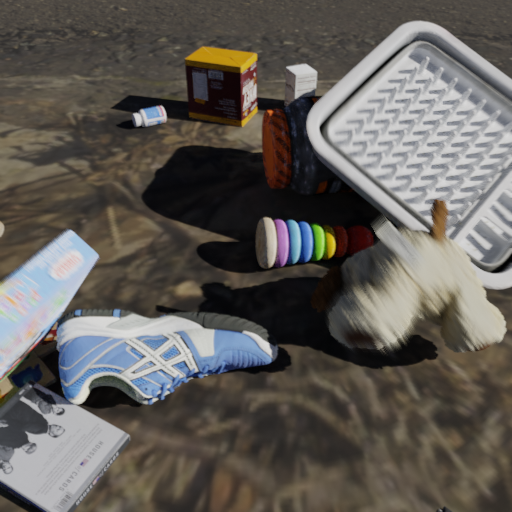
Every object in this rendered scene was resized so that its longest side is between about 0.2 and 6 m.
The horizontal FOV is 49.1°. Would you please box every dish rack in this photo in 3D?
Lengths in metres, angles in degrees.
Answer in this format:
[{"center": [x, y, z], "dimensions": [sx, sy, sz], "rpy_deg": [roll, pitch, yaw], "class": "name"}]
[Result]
[{"center": [2.910, -1.553, 8.564], "dimensions": [3.803, 0.828, 3.264], "rpy_deg": [42, 72, 8], "class": "dish rack"}]

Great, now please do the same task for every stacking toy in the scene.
[{"center": [0.911, -0.192, 8.450], "dimensions": [1.764, 0.753, 0.753], "rpy_deg": [0, 38, -12], "class": "stacking toy"}]

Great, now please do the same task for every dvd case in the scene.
[{"center": [-2.233, 2.013, 5.917], "dimensions": [1.426, 0.176, 1.072], "rpy_deg": [22, 43, 19], "class": "dvd case"}]

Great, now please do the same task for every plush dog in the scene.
[{"center": [1.736, 0.281, 6.984], "dimensions": [2.165, 1.737, 1.859], "rpy_deg": [4, -6, -17], "class": "plush dog"}]

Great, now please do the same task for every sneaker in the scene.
[{"center": [-1.016, 1.224, 6.545], "dimensions": [2.560, 0.969, 0.986], "rpy_deg": [0, 64, -6], "class": "sneaker"}]

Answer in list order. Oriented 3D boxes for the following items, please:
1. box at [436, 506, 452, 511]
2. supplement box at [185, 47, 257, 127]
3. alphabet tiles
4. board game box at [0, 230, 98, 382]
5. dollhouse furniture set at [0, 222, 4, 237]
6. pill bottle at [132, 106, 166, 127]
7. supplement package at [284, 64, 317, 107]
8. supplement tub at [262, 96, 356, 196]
[{"center": [1.427, 3.589, 3.558], "dimensions": [2.460, 0.680, 3.071], "rpy_deg": [32, 48, 34], "class": "box"}, {"center": [-0.739, -3.712, 12.285], "dimensions": [1.320, 1.339, 0.889], "rpy_deg": [14, 40, 17], "class": "supplement box"}, {"center": [-3.837, 1.355, 6.878], "dimensions": [2.743, 0.104, 2.293], "rpy_deg": [-30, 47, -33], "class": "alphabet tiles"}, {"center": [-2.607, 0.909, 5.569], "dimensions": [0.432, 2.361, 1.786], "rpy_deg": [42, 49, -4], "class": "board game box"}, {"center": [-4.521, -0.097, 7.038], "dimensions": [1.694, 2.235, 2.550], "rpy_deg": [16, 65, 24], "class": "dollhouse furniture set"}, {"center": [-2.335, -3.014, 12.185], "dimensions": [0.673, 0.378, 0.378], "rpy_deg": [-18, 42, -23], "class": "pill bottle"}, {"center": [1.001, -3.789, 12.722], "dimensions": [0.542, 0.924, 0.540], "rpy_deg": [-14, 40, -17], "class": "supplement package"}, {"center": [1.563, -1.956, 9.779], "dimensions": [2.775, 1.700, 1.700], "rpy_deg": [-6, 39, -7], "class": "supplement tub"}]
